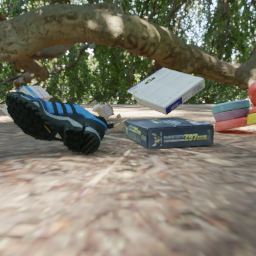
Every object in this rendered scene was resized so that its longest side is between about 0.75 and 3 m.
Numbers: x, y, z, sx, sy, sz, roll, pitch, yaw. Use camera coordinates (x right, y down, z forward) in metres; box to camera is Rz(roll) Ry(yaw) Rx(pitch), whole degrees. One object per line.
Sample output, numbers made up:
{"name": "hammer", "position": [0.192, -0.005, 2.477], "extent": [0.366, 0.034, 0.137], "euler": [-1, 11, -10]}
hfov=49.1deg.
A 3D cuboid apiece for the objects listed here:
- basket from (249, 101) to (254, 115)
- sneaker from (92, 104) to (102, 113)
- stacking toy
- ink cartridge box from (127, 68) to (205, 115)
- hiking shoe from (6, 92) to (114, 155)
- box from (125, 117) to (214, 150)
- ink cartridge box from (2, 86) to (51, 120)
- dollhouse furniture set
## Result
{"name": "basket", "position": [4.055, -0.616, 8.499], "extent": [0.839, 0.569, 0.518], "euler": [-31, 46, -27]}
{"name": "sneaker", "position": [-0.959, -0.677, 10.638], "extent": [0.404, 0.345, 0.927], "euler": [28, 14, 37]}
{"name": "stacking toy", "position": [3.172, -0.567, 6.600], "extent": [1.988, 0.928, 2.196], "euler": [-7, -4, -19]}
{"name": "ink cartridge box", "position": [1.178, -1.229, 8.953], "extent": [1.797, 0.366, 1.801], "euler": [-35, 40, -22]}
{"name": "hiking shoe", "position": [-1.090, -0.137, 4.359], "extent": [1.633, 0.607, 0.708], "euler": [26, 33, 6]}
{"name": "box", "position": [0.712, 0.059, 5.456], "extent": [1.241, 0.401, 1.573], "euler": [-4, 7, -14]}
{"name": "ink cartridge box", "position": [-3.634, -0.906, 10.243], "extent": [0.684, 1.168, 1.617], "euler": [43, 8, -5]}
{"name": "dollhouse furniture set", "position": [-0.335, -0.442, 6.960], "extent": [0.446, 0.913, 0.779], "euler": [-27, 8, 31]}
